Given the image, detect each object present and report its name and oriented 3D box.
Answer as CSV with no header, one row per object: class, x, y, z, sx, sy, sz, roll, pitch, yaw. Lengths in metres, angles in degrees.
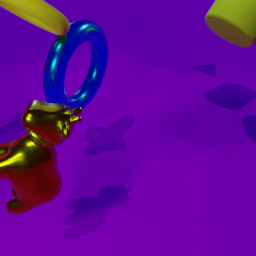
cow figurine,-1.098,0.361,3.589,1.365,1.387,0.761,-19,26,0
ring,-1.508,-1.804,4.220,1.330,0.266,1.330,26,6,-3
ring,-0.988,-1.171,5.632,0.387,1.936,1.936,23,40,17
cylinder,2.818,-2.910,6.797,1.357,1.357,1.357,32,9,-6
